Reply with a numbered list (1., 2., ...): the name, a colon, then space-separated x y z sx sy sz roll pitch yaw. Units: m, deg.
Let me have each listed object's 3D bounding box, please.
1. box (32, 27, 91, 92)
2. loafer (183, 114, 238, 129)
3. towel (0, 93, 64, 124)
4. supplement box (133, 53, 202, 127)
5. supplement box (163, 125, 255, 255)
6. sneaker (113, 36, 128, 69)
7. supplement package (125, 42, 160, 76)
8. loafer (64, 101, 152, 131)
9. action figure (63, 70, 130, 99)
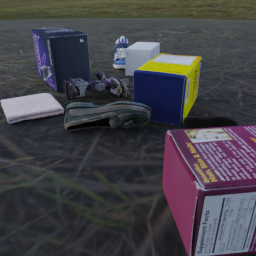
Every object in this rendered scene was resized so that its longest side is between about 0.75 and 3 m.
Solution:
1. box: -2.774 -2.941 11.537 1.475 2.092 2.828 -15 28 -26
2. loafer: 2.258 -0.198 7.632 1.423 0.520 0.508 9 27 19
3. towel: -3.069 -0.672 8.913 1.673 0.282 1.752 -14 29 -25
4. supplement box: 1.315 -1.325 8.863 1.480 1.489 2.719 11 29 20
5. supplement box: 2.011 0.871 4.437 2.592 1.338 1.697 -3 26 -6
6. sneaker: -0.362 -3.920 14.324 0.797 1.449 1.978 0 26 -1
7. supplement package: 0.721 -3.277 13.233 1.223 1.227 2.092 7 27 15
8. loafer: -0.564 -0.204 7.579 2.381 0.855 0.749 1 58 11
9. action figure: -0.990 -1.538 10.093 2.479 0.860 1.613 -12 24 -29
